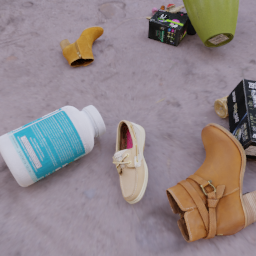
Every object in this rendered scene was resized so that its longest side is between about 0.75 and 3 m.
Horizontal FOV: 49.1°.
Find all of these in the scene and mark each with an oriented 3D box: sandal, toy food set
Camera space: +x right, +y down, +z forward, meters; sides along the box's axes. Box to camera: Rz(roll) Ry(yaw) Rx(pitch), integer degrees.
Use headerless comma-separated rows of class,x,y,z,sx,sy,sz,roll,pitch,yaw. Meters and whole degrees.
sandal,2.470,-4.523,11.795,0.614,0.369,1.636,-12,53,-9
toy food set,1.584,-5.167,12.251,1.615,0.254,1.027,-37,47,-24

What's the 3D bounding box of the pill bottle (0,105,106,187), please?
pill bottle,-1.906,0.331,7.389,2.580,1.429,1.429,-28,58,-20

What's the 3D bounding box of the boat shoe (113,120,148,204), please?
boat shoe,-0.032,0.788,7.242,0.842,0.790,2.285,-31,44,33

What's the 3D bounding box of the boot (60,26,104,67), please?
boot,-1.514,-3.004,10.529,1.912,0.673,1.369,-26,62,-14

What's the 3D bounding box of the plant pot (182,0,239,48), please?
plant pot,3.124,-4.216,10.256,2.108,2.108,2.253,-5,79,-4

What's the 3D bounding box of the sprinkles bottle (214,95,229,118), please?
sprinkles bottle,3.642,-0.907,8.850,1.857,0.634,0.634,-22,56,-16

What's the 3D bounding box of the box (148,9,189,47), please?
box,1.583,-3.967,11.092,1.308,0.813,0.971,23,56,18

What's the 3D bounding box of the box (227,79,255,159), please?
box,4.067,-0.130,7.621,2.350,1.012,1.924,8,62,-5

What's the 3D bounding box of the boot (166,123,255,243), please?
boot,1.862,1.211,6.818,2.133,1.016,2.757,-13,60,-14
